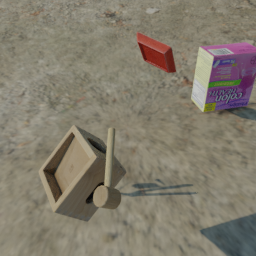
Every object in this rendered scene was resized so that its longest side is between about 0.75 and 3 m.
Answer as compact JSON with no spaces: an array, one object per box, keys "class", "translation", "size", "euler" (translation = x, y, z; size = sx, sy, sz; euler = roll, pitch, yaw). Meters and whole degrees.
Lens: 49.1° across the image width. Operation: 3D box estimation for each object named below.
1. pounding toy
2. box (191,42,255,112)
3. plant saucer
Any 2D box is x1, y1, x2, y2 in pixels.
[{"class":"pounding toy","translation":[-0.454,0.697,4.259],"size":[1.474,0.767,1.678],"euler":[-52,40,6]},{"class":"box","translation":[1.752,-0.921,5.088],"size":[0.946,1.076,0.520],"euler":[-8,37,-12]},{"class":"plant saucer","translation":[0.745,-1.996,7.661],"size":[1.138,1.136,0.209],"euler":[32,80,26]}]
